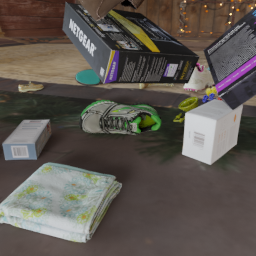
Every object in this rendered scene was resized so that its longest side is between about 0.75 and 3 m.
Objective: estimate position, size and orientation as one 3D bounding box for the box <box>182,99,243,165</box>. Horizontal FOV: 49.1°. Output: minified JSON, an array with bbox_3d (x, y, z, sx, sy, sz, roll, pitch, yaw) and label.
[{"bbox_3d":[2.133,0.039,7.048,0.802,1.148,1.507,19,29,38],"label":"box"}]

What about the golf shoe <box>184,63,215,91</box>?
[{"bbox_3d":[3.509,-2.495,13.159,0.993,1.206,2.636,8,22,35],"label":"golf shoe"}]

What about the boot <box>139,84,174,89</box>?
[{"bbox_3d":[1.404,-2.269,13.279,1.557,0.725,2.013,8,22,16],"label":"boot"}]

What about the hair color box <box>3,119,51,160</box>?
[{"bbox_3d":[-2.597,0.265,7.392,0.779,0.477,1.574,0,23,-1],"label":"hair color box"}]

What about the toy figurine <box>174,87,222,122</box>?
[{"bbox_3d":[2.704,-0.407,8.801,2.193,1.314,1.157,-16,44,54],"label":"toy figurine"}]

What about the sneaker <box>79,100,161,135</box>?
[{"bbox_3d":[-0.183,-0.271,8.073,2.461,0.960,1.048,-7,24,-18],"label":"sneaker"}]

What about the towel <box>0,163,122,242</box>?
[{"bbox_3d":[-1.182,1.242,5.072,1.812,0.436,1.551,7,22,16],"label":"towel"}]

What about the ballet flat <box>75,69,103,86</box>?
[{"bbox_3d":[-1.459,-2.554,14.000,2.466,0.901,0.901,-15,26,-18],"label":"ballet flat"}]

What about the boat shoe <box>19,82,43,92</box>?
[{"bbox_3d":[-4.406,-1.907,12.763,1.104,0.421,0.396,-17,28,-35],"label":"boat shoe"}]

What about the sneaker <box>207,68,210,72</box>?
[{"bbox_3d":[4.421,-3.038,15.046,1.801,0.777,0.699,-3,23,-8],"label":"sneaker"}]

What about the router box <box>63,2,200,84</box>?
[{"bbox_3d":[-0.055,-1.972,6.403,2.135,0.709,2.716,-5,40,-30],"label":"router box"}]

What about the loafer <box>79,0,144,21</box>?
[{"bbox_3d":[0.051,-2.691,5.384,2.160,0.767,0.789,-27,28,-10],"label":"loafer"}]

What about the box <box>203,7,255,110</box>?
[{"bbox_3d":[2.850,-1.858,6.313,2.136,0.539,2.988,-38,22,28],"label":"box"}]
